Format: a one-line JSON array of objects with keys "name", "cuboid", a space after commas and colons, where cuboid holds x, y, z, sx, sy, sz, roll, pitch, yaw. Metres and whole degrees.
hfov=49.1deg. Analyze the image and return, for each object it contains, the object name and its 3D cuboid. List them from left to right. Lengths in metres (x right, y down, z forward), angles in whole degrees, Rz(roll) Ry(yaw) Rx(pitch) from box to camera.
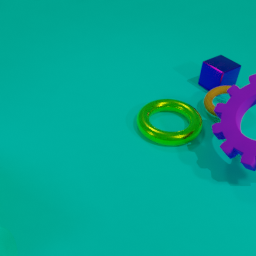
[{"name": "cylinder", "cuboid": [-2.132, 1.910, 4.077, 0.739, 0.739, 0.739, -18, 42, 3]}, {"name": "ring", "cuboid": [1.037, -0.189, 7.038, 1.653, 0.331, 1.653, 0, 41, 0]}, {"name": "cube", "cuboid": [2.668, -1.555, 8.224, 0.790, 0.790, 0.790, -24, 48, -25]}, {"name": "ring", "cuboid": [2.550, -0.696, 7.318, 1.102, 0.220, 1.102, -8, 49, 9]}, {"name": "gear", "cuboid": [2.685, -0.158, 5.440, 1.992, 0.368, 1.992, -18, 56, 28]}]
